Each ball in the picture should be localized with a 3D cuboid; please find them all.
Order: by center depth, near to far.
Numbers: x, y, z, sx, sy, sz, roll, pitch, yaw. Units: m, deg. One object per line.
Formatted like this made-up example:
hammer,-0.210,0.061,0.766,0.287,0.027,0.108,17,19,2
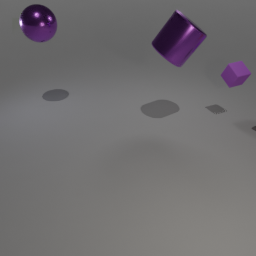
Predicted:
ball,-3.464,-4.052,10.885,1.400,1.400,1.400,0,31,0

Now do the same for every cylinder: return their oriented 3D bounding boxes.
cylinder,1.776,-3.107,9.811,1.400,1.400,1.400,31,27,-18

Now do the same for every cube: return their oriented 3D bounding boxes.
cube,4.291,-2.140,11.171,0.700,0.700,0.700,-16,65,-20
